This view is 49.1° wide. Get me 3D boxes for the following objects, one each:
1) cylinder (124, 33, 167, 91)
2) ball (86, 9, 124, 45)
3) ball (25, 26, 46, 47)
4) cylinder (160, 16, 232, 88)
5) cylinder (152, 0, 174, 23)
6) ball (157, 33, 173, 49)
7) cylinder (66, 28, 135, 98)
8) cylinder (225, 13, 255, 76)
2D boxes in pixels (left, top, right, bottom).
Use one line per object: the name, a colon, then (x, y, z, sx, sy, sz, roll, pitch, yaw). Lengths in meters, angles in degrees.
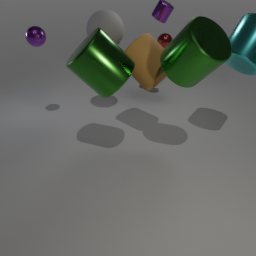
cylinder: (0.684, -2.221, 9.536, 1.400, 1.400, 1.400, 48, 43, 5)
ball: (-0.840, -3.653, 10.420, 1.400, 1.400, 1.400, 0, 29, 0)
ball: (-3.231, -3.212, 9.835, 0.700, 0.700, 0.700, 0, 29, 0)
cylinder: (1.828, -2.038, 7.683, 1.400, 1.400, 1.400, 12, 63, -24)
cylinder: (1.458, -4.914, 11.776, 0.700, 0.700, 0.700, 22, 36, -17)
ball: (1.638, -3.848, 12.452, 0.700, 0.700, 0.700, 0, 29, 0)
cylinder: (-0.761, -1.803, 7.869, 1.400, 1.400, 1.400, -38, 27, 23)
cylinder: (3.874, -2.624, 8.904, 1.400, 1.400, 1.400, 33, 3, -2)
